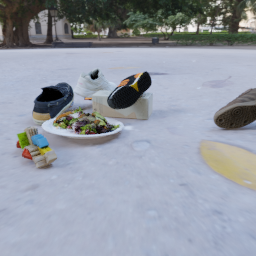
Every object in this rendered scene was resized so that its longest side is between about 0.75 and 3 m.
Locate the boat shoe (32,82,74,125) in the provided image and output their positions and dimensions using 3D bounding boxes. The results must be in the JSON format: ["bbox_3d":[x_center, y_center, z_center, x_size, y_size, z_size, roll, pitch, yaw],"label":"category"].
[{"bbox_3d":[-2.346,-1.000,9.003,0.936,0.781,2.509,6,31,5],"label":"boat shoe"}]

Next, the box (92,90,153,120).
[{"bbox_3d":[-0.162,-0.772,9.111,1.843,0.716,0.875,5,20,14],"label":"box"}]

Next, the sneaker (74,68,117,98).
[{"bbox_3d":[-0.991,-1.621,10.016,0.789,1.006,2.025,29,23,25],"label":"sneaker"}]

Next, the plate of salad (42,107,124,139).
[{"bbox_3d":[-1.185,-0.181,7.537,2.176,0.523,2.176,3,15,-1],"label":"plate of salad"}]

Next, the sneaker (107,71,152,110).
[{"bbox_3d":[-0.078,-1.089,8.426,0.826,0.642,1.835,1,34,47],"label":"sneaker"}]

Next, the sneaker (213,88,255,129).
[{"bbox_3d":[3.354,-0.639,7.838,2.133,0.751,0.806,-20,31,6],"label":"sneaker"}]

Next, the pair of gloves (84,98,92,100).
[{"bbox_3d":[-1.256,-1.297,11.558,0.883,0.123,0.992,4,19,12],"label":"pair of gloves"}]

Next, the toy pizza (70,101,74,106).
[{"bbox_3d":[-2.422,-1.054,10.196,0.931,0.148,0.931,26,25,-13],"label":"toy pizza"}]

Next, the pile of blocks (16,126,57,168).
[{"bbox_3d":[-2.078,0.367,5.958,0.490,0.647,1.576,-20,26,-34],"label":"pile of blocks"}]
